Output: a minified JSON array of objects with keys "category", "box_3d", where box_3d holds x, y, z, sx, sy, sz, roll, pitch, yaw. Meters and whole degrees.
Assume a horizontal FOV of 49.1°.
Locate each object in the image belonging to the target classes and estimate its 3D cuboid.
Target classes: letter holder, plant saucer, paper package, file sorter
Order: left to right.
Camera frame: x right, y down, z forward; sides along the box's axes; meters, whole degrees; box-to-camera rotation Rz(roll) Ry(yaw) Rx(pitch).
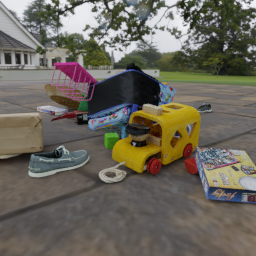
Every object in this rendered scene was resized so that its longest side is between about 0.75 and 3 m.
[{"category":"paper package","box_3d":[-3.236,0.114,7.567,1.794,0.974,1.882,-3,6,-18]},{"category":"plant saucer","box_3d":[-3.085,-1.529,14.684,2.743,0.486,2.743,14,-12,3]},{"category":"file sorter","box_3d":[-1.599,-1.331,8.276,0.803,0.725,1.156,4,-16,25]},{"category":"letter holder","box_3d":[-1.794,-0.448,11.857,0.935,0.470,0.665,-6,12,-26]}]

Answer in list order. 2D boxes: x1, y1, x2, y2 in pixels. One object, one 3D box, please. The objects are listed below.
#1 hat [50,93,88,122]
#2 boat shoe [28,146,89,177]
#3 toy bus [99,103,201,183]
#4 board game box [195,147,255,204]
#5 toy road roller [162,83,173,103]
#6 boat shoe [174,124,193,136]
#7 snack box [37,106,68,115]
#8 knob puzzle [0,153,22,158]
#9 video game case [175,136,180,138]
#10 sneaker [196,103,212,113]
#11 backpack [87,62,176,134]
[{"category":"hat","box_3d":[-1.957,-0.448,12.515,2.037,1.793,1.688,33,-2,-1]},{"category":"boat shoe","box_3d":[-1.561,0.698,6.594,0.592,0.503,1.627,11,17,41]},{"category":"toy bus","box_3d":[0.615,0.115,6.764,2.458,1.346,2.605,1,19,-1]},{"category":"board game box","box_3d":[2.002,0.882,5.597,1.105,0.282,1.631,5,21,4]},{"category":"toy road roller","box_3d":[0.981,-1.413,14.293,2.268,1.394,1.655,2,24,34]},{"category":"boat shoe","box_3d":[1.625,-0.130,9.848,0.724,0.722,2.000,-6,14,-32]},{"category":"snack box","box_3d":[-3.929,-0.922,14.485,0.703,0.238,1.956,-11,17,-42]},{"category":"knob puzzle","box_3d":[-3.255,0.722,7.172,1.229,0.170,1.229,-2,4,0]},{"category":"video game case","box_3d":[0.737,0.454,8.349,1.652,0.196,1.504,4,13,19]},{"category":"sneaker","box_3d":[3.885,-1.052,14.512,1.073,0.485,0.357,-6,13,-23]},{"category":"backpack","box_3d":[0.242,-0.726,9.201,2.635,1.773,2.406,11,-17,-44]}]
